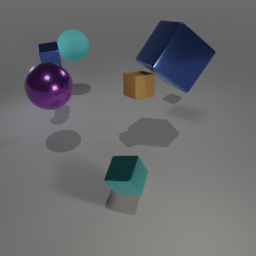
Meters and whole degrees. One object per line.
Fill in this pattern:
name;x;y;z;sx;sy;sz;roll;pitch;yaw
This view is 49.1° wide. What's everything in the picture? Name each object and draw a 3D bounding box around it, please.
cube;-2.869;-2.665;10.310;0.700;0.700;0.700;-12;47;-11
cube;1.324;-2.082;8.113;1.400;1.400;1.400;30;10;-27
cube;-0.026;1.130;6.639;0.700;0.700;0.700;-3;49;29
ball;-2.334;-1.234;8.311;1.400;1.400;1.400;0;32;0
cube;0.326;-1.308;8.470;0.700;0.700;0.700;-14;25;-30
ball;-2.474;-3.728;12.661;1.400;1.400;1.400;0;32;0
